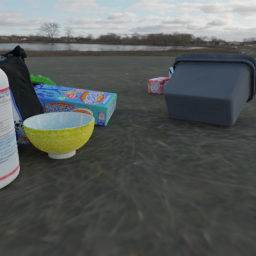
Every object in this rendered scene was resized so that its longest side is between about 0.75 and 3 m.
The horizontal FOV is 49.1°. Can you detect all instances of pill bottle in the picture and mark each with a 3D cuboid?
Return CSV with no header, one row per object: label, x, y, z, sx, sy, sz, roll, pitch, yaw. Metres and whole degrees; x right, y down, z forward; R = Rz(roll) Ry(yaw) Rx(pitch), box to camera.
pill bottle,-2.539,-0.230,4.463,1.295,2.382,1.295,-1,17,0

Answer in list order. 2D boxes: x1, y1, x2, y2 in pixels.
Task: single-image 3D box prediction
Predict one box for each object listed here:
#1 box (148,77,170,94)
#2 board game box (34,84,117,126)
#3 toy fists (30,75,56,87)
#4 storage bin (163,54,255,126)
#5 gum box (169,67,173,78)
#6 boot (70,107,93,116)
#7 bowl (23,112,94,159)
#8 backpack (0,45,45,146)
box,1.532,-2.051,13.364,0.667,0.615,1.299,10,20,30
board game box,-1.834,-0.799,8.842,2.724,0.613,2.072,8,18,2
toy fists,-4.527,-1.715,11.735,2.927,1.006,1.492,0,24,-4
storage bin,2.372,-0.999,8.540,2.574,1.874,1.729,11,48,31
gum box,3.300,-2.152,12.406,2.559,0.570,2.174,-7,35,-2
boot,-1.401,-0.120,6.971,1.160,0.435,0.622,-14,47,23
bowl,-1.398,0.189,5.846,1.424,0.766,1.424,-1,16,0
backpack,-3.165,-0.495,6.182,2.169,2.277,1.754,4,30,22
